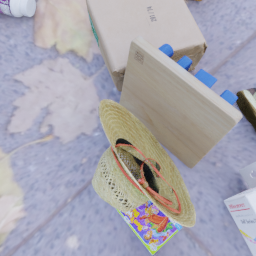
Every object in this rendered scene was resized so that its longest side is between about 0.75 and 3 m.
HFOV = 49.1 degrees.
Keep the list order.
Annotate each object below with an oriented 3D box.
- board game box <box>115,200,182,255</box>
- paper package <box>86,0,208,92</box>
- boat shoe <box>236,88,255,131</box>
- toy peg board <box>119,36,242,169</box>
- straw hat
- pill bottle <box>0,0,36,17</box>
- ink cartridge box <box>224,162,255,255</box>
[{"bbox_3d":[0.440,2.030,6.387,0.898,0.299,1.336,-39,75,-13],"label":"board game box"},{"bbox_3d":[0.376,-2.578,7.501,2.467,1.339,2.588,-18,72,-7],"label":"paper package"},{"bbox_3d":[3.510,-0.136,6.916,0.693,0.783,2.140,-24,72,-3],"label":"boat shoe"},{"bbox_3d":[1.192,-0.688,6.310,2.473,2.463,1.210,41,65,13],"label":"toy peg board"},{"bbox_3d":[-0.033,0.927,5.630,1.259,2.975,2.975,-40,73,16],"label":"straw hat"},{"bbox_3d":[-3.460,-3.711,8.223,1.353,0.759,0.759,16,71,6],"label":"pill bottle"},{"bbox_3d":[2.853,1.953,5.842,0.786,1.368,2.336,-22,72,-8],"label":"ink cartridge box"}]
